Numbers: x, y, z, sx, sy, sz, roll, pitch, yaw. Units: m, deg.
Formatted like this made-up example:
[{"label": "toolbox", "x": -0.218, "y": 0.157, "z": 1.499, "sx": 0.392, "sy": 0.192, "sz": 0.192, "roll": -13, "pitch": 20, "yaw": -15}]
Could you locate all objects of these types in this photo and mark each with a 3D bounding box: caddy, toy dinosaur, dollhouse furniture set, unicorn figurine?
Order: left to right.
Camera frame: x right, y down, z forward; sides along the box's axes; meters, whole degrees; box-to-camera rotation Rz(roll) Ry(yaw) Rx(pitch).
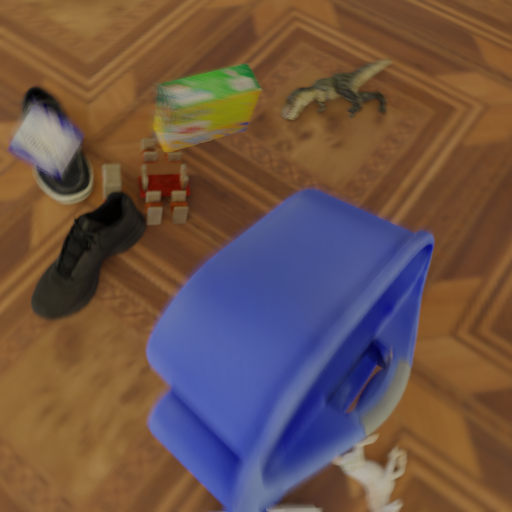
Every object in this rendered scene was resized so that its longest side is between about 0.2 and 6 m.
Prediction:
[{"label": "dollhouse furniture set", "x": -1.775, "y": -1.127, "z": 9.056, "sx": 1.371, "sy": 0.714, "sz": 1.386, "roll": -3, "pitch": 62, "yaw": -15}, {"label": "caddy", "x": 0.636, "y": 1.088, "z": 6.296, "sx": 2.094, "sy": 2.820, "sz": 3.988, "roll": 30, "pitch": 47, "yaw": 23}, {"label": "toy dinosaur", "x": 1.710, "y": -2.929, "z": 9.986, "sx": 2.525, "sy": 0.599, "sz": 1.113, "roll": -26, "pitch": 58, "yaw": -17}, {"label": "unicorn figurine", "x": 1.504, "y": 2.741, "z": 7.044, "sx": 1.262, "sy": 0.466, "sz": 0.867, "roll": 29, "pitch": 75, "yaw": 30}]

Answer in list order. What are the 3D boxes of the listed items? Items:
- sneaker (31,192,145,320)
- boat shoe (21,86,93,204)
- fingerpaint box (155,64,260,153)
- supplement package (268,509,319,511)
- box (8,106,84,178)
[{"label": "sneaker", "x": -2.538, "y": -0.084, "z": 8.197, "sx": 0.843, "sy": 1.007, "sz": 2.220, "roll": 27, "pitch": 66, "yaw": 11}, {"label": "boat shoe", "x": -3.372, "y": -1.872, "z": 9.307, "sx": 0.881, "sy": 0.735, "sz": 2.362, "roll": -20, "pitch": 65, "yaw": -12}, {"label": "fingerpaint box", "x": -0.749, "y": -2.157, "z": 8.220, "sx": 1.353, "sy": 1.129, "sz": 0.496, "roll": -20, "pitch": 76, "yaw": -19}, {"label": "supplement package", "x": 0.088, "y": 3.346, "z": 6.506, "sx": 1.297, "sy": 0.738, "sz": 0.710, "roll": -1, "pitch": 64, "yaw": -2}, {"label": "box", "x": -2.429, "y": -1.319, "z": 6.503, "sx": 0.561, "sy": 0.320, "sz": 0.610, "roll": 29, "pitch": 86, "yaw": -1}]
